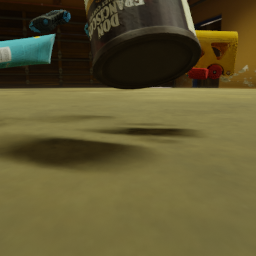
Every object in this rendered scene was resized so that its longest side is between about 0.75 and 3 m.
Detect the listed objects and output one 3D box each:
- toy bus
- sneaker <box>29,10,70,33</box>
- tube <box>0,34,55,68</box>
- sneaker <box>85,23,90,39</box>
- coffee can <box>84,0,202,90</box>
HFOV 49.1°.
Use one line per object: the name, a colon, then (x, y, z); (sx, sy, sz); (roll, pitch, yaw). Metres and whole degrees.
toy bus: (1.563, -2.030, 7.471); (2.608, 1.348, 2.461); (-6, 15, -39)
sneaker: (-2.875, -3.854, 10.141); (1.568, 0.574, 0.642); (-30, 42, -29)
tube: (-3.235, -2.286, 8.504); (0.676, 1.039, 2.684); (36, 33, 16)
sneaker: (-0.397, -3.524, 10.101); (2.767, 1.013, 1.133); (-10, 38, -35)
coffee can: (0.139, -2.422, 5.558); (2.014, 2.753, 2.014); (-9, -16, -3)
